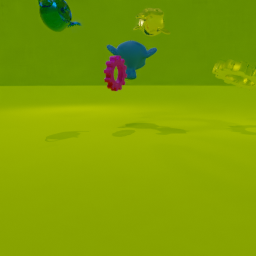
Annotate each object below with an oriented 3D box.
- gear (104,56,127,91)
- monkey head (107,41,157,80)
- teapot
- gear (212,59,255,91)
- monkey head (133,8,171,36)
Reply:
[{"bbox_3d":[-0.374,-1.681,8.658,0.196,1.062,1.062,9,12,28],"label":"gear"},{"bbox_3d":[0.117,-2.473,10.072,1.788,1.077,1.286,3,52,-1],"label":"monkey head"},{"bbox_3d":[-2.197,-3.639,8.932,0.848,1.077,1.732,-13,-19,25],"label":"teapot"},{"bbox_3d":[3.705,-1.707,9.145,1.806,0.334,1.806,22,1,0],"label":"gear"},{"bbox_3d":[0.705,-3.550,9.521,1.498,0.903,1.078,20,37,32],"label":"monkey head"}]
